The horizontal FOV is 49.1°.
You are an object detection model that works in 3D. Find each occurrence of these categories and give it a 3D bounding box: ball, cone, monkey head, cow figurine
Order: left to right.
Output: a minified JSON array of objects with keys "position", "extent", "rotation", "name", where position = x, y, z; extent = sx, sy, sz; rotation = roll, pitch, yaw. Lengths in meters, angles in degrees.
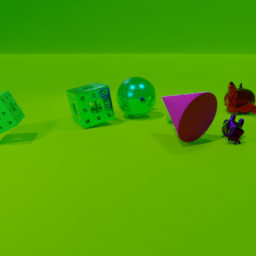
[{"position":[0.285,-1.050,9.568],"extent":[1.379,1.379,1.379],"rotation":[0,16,0],"name":"ball"},{"position":[1.336,-0.548,7.320],"extent":[1.370,1.370,1.375],"rotation":[-12,34,-35],"name":"cone"},{"position":[1.926,-0.428,9.027],"extent":[0.990,0.987,0.987],"rotation":[28,15,-6],"name":"cone"},{"position":[2.728,0.080,7.372],"extent":[0.485,0.869,0.883],"rotation":[28,-20,-1],"name":"cow figurine"},{"position":[4.066,-1.144,10.094],"extent":[1.057,1.262,1.754],"rotation":[-10,44,4],"name":"monkey head"}]

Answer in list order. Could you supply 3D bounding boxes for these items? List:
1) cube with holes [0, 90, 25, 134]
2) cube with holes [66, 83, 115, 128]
[{"position":[-3.230,-0.353,7.012],"extent":[0.797,0.797,0.797],"rotation":[-26,21,2],"name":"cube with holes"},{"position":[-1.175,-0.743,8.757],"extent":[1.056,1.056,1.056],"rotation":[-19,21,-22],"name":"cube with holes"}]
